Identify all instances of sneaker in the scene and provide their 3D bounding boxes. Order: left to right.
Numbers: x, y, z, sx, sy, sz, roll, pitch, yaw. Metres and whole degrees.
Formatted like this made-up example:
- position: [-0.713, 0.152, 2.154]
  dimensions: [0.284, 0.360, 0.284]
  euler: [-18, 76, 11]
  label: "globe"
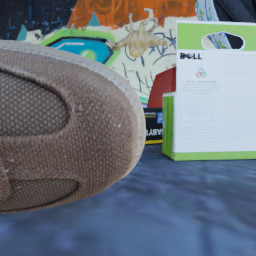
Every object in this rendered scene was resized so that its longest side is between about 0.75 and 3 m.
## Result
- position: [-1.335, 0.190, 1.283]
  dimensions: [2.807, 0.989, 1.060]
  euler: [0, 26, 6]
  label: "sneaker"

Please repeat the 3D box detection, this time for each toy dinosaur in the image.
- position: [0.481, -2.672, 8.134]
  dimensions: [2.600, 1.315, 0.757]
  euler: [15, 0, 45]
  label: "toy dinosaur"

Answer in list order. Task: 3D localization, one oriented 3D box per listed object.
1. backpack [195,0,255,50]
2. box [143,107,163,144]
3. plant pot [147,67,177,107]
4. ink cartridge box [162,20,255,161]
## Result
- position: [2.956, -2.859, 7.299]
  dimensions: [2.643, 2.156, 2.032]
  euler: [45, 9, -31]
  label: "backpack"
- position: [-0.840, -0.063, 5.021]
  dimensions: [2.729, 0.673, 2.179]
  euler: [-3, 3, -35]
  label: "box"
- position: [2.455, -1.599, 13.524]
  dimensions: [2.539, 2.237, 2.536]
  euler: [1, -4, -25]
  label: "plant pot"
- position: [1.059, -0.431, 3.483]
  dimensions: [1.170, 1.583, 0.600]
  euler: [0, 4, -7]
  label: "ink cartridge box"
